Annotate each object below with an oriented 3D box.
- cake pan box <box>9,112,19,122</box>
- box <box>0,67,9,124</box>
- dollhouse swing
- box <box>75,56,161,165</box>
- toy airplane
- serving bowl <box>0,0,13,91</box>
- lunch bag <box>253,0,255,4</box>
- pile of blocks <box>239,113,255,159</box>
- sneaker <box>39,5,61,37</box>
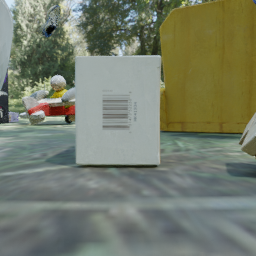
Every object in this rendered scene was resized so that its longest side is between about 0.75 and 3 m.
[{"bbox_3d":[-6.010,-0.488,12.520,1.787,0.508,1.940,2,2,-10],"label":"cake pan box"},{"bbox_3d":[-5.337,-1.301,10.290,1.223,2.306,1.410,2,3,37],"label":"box"},{"bbox_3d":[2.077,-1.073,5.745,2.632,2.314,2.392,0,3,28],"label":"dollhouse swing"},{"bbox_3d":[-0.051,-0.133,2.396,0.574,0.732,1.177,0,3,1],"label":"box"},{"bbox_3d":[-2.642,-0.999,9.978,2.484,1.753,2.473,0,3,-5],"label":"toy airplane"},{"bbox_3d":[-1.611,-0.085,0.813,2.383,0.784,2.383,1,3,0],"label":"serving bowl"},{"bbox_3d":[2.279,-2.238,3.650,0.526,1.276,1.025,-16,33,-36],"label":"lunch bag"},{"bbox_3d":[1.211,0.123,1.261,1.544,0.634,0.480,-12,35,55],"label":"pile of blocks"},{"bbox_3d":[-2.491,-3.500,9.312,0.431,1.118,0.476,13,24,-51],"label":"sneaker"}]
